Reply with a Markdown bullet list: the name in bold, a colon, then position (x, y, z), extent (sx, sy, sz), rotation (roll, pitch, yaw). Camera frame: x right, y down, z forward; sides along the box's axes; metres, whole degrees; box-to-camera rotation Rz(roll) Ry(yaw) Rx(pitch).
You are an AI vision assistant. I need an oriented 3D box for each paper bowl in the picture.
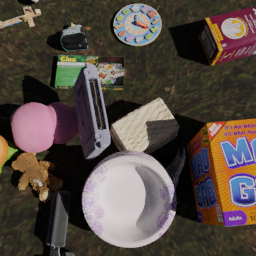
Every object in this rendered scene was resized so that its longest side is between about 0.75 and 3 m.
- **paper bowl**: position (0.053, 2.105, 8.798), extent (2.801, 1.457, 2.801), rotation (0, 95, 3)

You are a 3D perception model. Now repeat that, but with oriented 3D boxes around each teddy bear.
- **teddy bear**: position (-3.123, 1.661, 9.718), extent (1.858, 0.620, 1.347), rotation (28, 82, 0)

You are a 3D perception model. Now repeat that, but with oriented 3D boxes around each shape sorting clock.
- **shape sorting clock**: position (0.389, -4.299, 11.584), extent (1.986, 0.390, 1.986), rotation (0, 73, 0)

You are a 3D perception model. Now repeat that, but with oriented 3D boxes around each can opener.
- **can opener**: position (-2.178, 3.574, 9.084), extent (0.997, 0.790, 3.000), rotation (10, 71, -34)

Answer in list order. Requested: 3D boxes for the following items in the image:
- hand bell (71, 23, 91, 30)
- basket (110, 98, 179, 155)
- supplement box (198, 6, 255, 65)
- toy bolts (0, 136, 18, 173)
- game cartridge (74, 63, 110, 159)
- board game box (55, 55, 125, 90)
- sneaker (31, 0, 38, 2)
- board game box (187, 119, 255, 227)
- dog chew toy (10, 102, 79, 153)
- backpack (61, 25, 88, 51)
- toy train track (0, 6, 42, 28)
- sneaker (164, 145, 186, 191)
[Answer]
- **hand bell**: position (-1.943, -4.130, 11.603), extent (0.794, 0.413, 0.413), rotation (-2, 73, -13)
- **basket**: position (0.573, 0.073, 9.756), extent (2.131, 1.314, 1.444), rotation (-30, 76, -9)
- **supplement box**: position (4.382, -3.654, 10.969), extent (2.720, 1.165, 1.501), rotation (-15, 74, -5)
- **toy bolts**: position (-5.631, 1.025, 9.099), extent (2.752, 1.998, 2.881), rotation (33, 76, 9)
- **game cartridge**: position (-1.187, -0.426, 8.661), extent (0.531, 1.728, 2.596), rotation (-3, 72, -28)
- **board game box**: position (-1.468, -2.183, 10.993), extent (2.652, 0.311, 1.389), rotation (2, 75, 1)
- **sneaker**: position (-4.089, -6.209, 11.979), extent (0.800, 0.790, 2.014), rotation (7, 63, -2)
- **board game box**: position (3.605, 1.416, 8.586), extent (2.735, 2.737, 2.735), rotation (-5, 73, -1)
- **dog chew toy**: position (-2.543, -0.129, 9.686), extent (2.728, 1.699, 1.699), rotation (-11, 72, -21)
- **backpack**: position (-2.161, -3.552, 11.112), extent (1.015, 0.892, 0.778), rotation (-15, 57, -5)
- **toy train track**: position (-4.580, -4.634, 11.739), extent (1.851, 0.301, 1.062), rotation (-22, 74, -6)
- **sneaker**: position (1.531, 1.421, 9.692), extent (0.735, 0.685, 1.855), rotation (21, 74, 11)
